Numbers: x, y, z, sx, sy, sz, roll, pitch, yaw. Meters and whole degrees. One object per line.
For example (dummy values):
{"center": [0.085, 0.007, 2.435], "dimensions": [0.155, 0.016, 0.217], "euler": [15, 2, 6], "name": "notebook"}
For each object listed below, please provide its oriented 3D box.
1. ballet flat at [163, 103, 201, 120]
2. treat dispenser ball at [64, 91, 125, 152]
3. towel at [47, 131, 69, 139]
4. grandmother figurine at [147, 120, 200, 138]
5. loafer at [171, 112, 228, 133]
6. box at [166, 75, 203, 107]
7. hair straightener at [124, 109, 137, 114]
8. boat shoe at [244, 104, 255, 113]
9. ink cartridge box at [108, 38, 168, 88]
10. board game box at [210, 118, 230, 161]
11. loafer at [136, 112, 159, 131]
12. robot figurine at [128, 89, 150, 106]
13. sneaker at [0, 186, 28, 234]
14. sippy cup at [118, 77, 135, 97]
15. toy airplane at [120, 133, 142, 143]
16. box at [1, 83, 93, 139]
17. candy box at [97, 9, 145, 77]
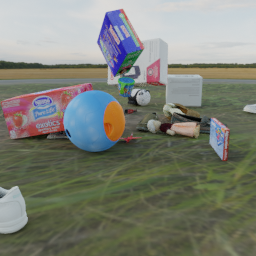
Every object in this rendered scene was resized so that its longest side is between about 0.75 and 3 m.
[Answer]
{"center": [2.058, -0.655, 11.973], "dimensions": [0.896, 0.840, 2.477], "euler": [20, 8, -27], "name": "ballet flat"}
{"center": [-0.967, -0.199, 8.128], "dimensions": [1.767, 1.767, 1.767], "euler": [0, 13, 0], "name": "treat dispenser ball"}
{"center": [-2.254, 0.203, 9.867], "dimensions": [0.959, 0.172, 0.996], "euler": [0, 12, 0], "name": "towel"}
{"center": [1.592, -0.004, 10.018], "dimensions": [1.845, 0.559, 1.119], "euler": [7, 5, 19], "name": "grandmother figurine"}
{"center": [2.664, -0.209, 10.529], "dimensions": [2.131, 0.670, 0.766], "euler": [4, 13, 17], "name": "loafer"}
{"center": [3.397, -2.342, 17.252], "dimensions": [2.070, 1.782, 2.080], "euler": [1, 14, 8], "name": "box"}
{"center": [0.105, -0.927, 14.637], "dimensions": [0.460, 0.244, 1.195], "euler": [7, 14, 27], "name": "hair straightener"}
{"center": [7.191, -1.175, 14.451], "dimensions": [2.354, 0.806, 0.848], "euler": [1, 13, 3], "name": "boat shoe"}
{"center": [0.441, -3.019, 13.397], "dimensions": [2.737, 1.982, 1.154], "euler": [1, 1, 29], "name": "ink cartridge box"}
{"center": [2.606, 0.269, 8.054], "dimensions": [0.160, 0.846, 1.643], "euler": [-1, 13, 5], "name": "board game box"}
{"center": [0.768, -0.285, 11.057], "dimensions": [0.632, 0.585, 1.681], "euler": [5, 14, 22], "name": "loafer"}
{"center": [0.630, -1.902, 17.148], "dimensions": [1.011, 1.217, 1.620], "euler": [19, -2, -38], "name": "robot figurine"}
{"center": [-2.465, 1.133, 4.412], "dimensions": [1.777, 0.786, 0.669], "euler": [1, 14, 4], "name": "sneaker"}
{"center": [-0.089, -1.587, 11.022], "dimensions": [0.879, 0.644, 0.690], "euler": [-16, 38, -33], "name": "sippy cup"}
{"center": [0.015, 0.348, 9.202], "dimensions": [0.987, 0.182, 0.987], "euler": [-5, 11, 1], "name": "toy airplane"}
{"center": [-2.632, -0.629, 9.793], "dimensions": [2.893, 1.381, 1.442], "euler": [-9, 13, 7], "name": "box"}
{"center": [-0.344, -3.001, 10.109], "dimensions": [0.744, 1.634, 1.932], "euler": [-25, -6, -19], "name": "candy box"}
